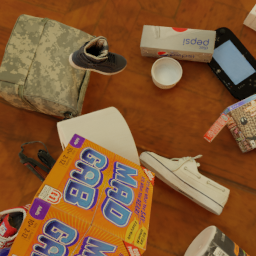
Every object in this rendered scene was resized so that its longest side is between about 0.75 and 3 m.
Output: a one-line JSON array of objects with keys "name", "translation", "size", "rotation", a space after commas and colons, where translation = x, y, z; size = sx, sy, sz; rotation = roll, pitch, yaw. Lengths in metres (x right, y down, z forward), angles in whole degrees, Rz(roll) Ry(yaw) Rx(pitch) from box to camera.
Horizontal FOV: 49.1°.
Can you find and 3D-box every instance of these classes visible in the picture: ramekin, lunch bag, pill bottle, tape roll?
[{"name": "ramekin", "translation": [1.318, -1.859, 9.730], "size": [1.045, 0.549, 1.045], "rotation": [0, 75, 0]}, {"name": "lunch bag", "translation": [-2.389, -1.814, 8.921], "size": [2.444, 2.031, 2.914], "rotation": [11, 74, 8]}, {"name": "pill bottle", "translation": [2.978, 4.149, 7.629], "size": [2.758, 1.465, 1.465], "rotation": [41, 79, 10]}, {"name": "tape roll", "translation": [-0.872, 0.747, 7.933], "size": [1.637, 2.385, 2.385], "rotation": [-19, 75, -18]}]

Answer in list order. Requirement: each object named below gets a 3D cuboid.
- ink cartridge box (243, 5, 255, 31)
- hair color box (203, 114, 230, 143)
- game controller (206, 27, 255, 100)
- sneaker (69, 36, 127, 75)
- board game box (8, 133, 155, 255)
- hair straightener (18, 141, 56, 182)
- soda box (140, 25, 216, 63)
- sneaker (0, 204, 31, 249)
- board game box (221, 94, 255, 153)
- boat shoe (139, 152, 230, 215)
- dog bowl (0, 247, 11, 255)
[{"name": "ink cartridge box", "translation": [5.312, -4.013, 10.237], "size": [1.638, 0.688, 1.192], "rotation": [34, 78, 9]}, {"name": "hair color box", "translation": [2.568, 0.011, 8.150], "size": [0.269, 0.467, 0.843], "rotation": [42, 91, 16]}, {"name": "game controller", "translation": [3.640, -2.272, 9.835], "size": [1.406, 0.568, 2.696], "rotation": [-32, 76, -8]}, {"name": "sneaker", "translation": [-0.526, -1.789, 7.055], "size": [1.610, 1.163, 0.612], "rotation": [-4, 85, -31]}, {"name": "board game box", "translation": [-0.847, 1.737, 5.656], "size": [1.972, 1.973, 1.971], "rotation": [27, 121, -6]}, {"name": "hair straightener", "translation": [-2.403, 1.325, 8.963], "size": [2.751, 0.563, 1.059], "rotation": [38, 71, 15]}, {"name": "soda box", "translation": [1.700, -2.912, 9.695], "size": [2.458, 0.780, 0.839], "rotation": [9, 82, 10]}, {"name": "sneaker", "translation": [-3.608, 3.136, 7.947], "size": [0.862, 1.361, 2.420], "rotation": [40, 78, 10]}, {"name": "board game box", "translation": [4.023, -0.159, 9.165], "size": [1.213, 0.737, 1.522], "rotation": [-26, 77, -7]}, {"name": "boat shoe", "translation": [1.823, 1.327, 8.589], "size": [2.954, 1.091, 1.260], "rotation": [32, 77, 6]}, {"name": "dog bowl", "translation": [-3.245, 4.287, 7.607], "size": [1.882, 0.741, 1.882], "rotation": [0, 99, 0]}]
